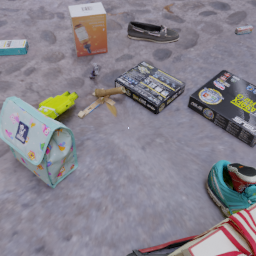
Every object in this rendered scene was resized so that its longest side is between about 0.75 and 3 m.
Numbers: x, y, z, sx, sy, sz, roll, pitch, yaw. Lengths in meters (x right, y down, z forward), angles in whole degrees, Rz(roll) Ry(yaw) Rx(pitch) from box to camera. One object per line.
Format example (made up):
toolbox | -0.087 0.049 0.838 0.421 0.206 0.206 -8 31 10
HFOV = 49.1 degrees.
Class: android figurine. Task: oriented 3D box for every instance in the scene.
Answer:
android figurine | -2.602 -0.746 9.865 1.725 0.354 1.570 -39 32 -26

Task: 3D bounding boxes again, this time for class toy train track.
toy train track | -1.170 -0.984 10.415 1.029 0.292 1.794 30 56 24

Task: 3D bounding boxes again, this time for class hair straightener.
hair straightener | 0.876 3.159 6.690 2.086 0.427 0.803 -5 51 -12

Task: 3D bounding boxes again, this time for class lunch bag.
lunch bag | -2.541 0.331 7.947 1.941 2.279 1.390 32 56 23

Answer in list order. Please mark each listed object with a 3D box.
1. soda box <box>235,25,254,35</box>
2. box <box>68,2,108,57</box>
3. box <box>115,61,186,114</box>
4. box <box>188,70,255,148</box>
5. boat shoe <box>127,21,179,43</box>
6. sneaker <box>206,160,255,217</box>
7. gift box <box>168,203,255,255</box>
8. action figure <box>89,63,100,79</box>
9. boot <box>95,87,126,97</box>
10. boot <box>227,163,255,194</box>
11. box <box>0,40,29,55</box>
soda box | 5.693 -4.794 13.722 0.833 0.285 0.265 -11 50 -9
box | -1.693 -4.250 12.172 1.447 1.901 1.011 -12 50 -10
box | 0.832 -1.638 10.821 2.164 0.531 1.744 34 58 26
box | 3.911 -0.821 10.053 2.186 0.604 2.728 -36 58 -27
boat shoe | 1.199 -4.578 13.246 2.513 0.716 0.840 6 49 5
sneaker | 3.133 2.045 7.091 1.158 1.190 2.987 -25 51 -22
gift box | 2.154 3.015 5.373 2.490 2.325 2.298 -28 68 -22
action figure | -1.296 -2.262 11.122 0.302 0.871 0.567 2 78 -21
boot | -0.654 -1.349 10.229 0.947 0.313 0.830 -7 4 18
boot | 2.911 1.421 6.933 0.459 1.267 0.914 -12 93 -1
box | -5.368 -3.622 12.632 1.587 0.390 0.653 -3 49 -3
